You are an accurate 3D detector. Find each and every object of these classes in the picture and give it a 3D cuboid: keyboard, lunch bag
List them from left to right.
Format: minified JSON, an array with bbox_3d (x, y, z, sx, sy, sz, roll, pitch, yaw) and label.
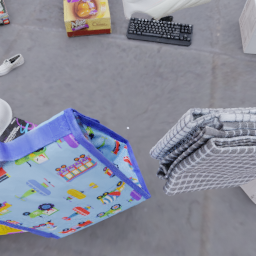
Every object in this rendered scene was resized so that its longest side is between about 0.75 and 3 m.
[{"bbox_3d":[-1.016,0.721,3.969,1.884,2.502,1.177,-27,64,9],"label":"lunch bag"},{"bbox_3d":[1.168,-3.618,10.043,2.298,0.295,1.380,9,59,5],"label":"keyboard"}]

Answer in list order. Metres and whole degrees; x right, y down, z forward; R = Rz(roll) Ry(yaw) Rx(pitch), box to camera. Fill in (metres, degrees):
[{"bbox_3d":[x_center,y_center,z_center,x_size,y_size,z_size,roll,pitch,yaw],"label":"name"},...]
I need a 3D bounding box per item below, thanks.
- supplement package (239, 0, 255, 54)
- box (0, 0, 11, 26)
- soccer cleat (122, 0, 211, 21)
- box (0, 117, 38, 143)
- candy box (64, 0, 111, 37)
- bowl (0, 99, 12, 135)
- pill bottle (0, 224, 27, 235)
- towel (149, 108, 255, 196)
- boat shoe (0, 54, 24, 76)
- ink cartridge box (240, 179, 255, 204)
[{"bbox_3d":[4.680,-3.566,9.383,1.343,1.333,1.770,5,59,3],"label":"supplement package"},{"bbox_3d":[-5.573,-4.657,10.536,1.721,0.501,2.514,-20,61,-12],"label":"box"},{"bbox_3d":[0.917,-2.933,6.470,2.223,0.862,0.770,-7,34,-17],"label":"soccer cleat"},{"bbox_3d":[-2.843,0.243,7.718,1.208,0.218,0.864,18,60,12],"label":"box"},{"bbox_3d":[-1.546,-4.604,10.357,1.588,0.768,2.722,-6,60,-4],"label":"candy box"},{"bbox_3d":[-4.182,-0.401,7.812,1.647,0.740,1.647,0,59,1],"label":"bowl"},{"bbox_3d":[-2.803,1.548,6.138,2.948,1.537,1.537,-6,59,-3],"label":"pill bottle"},{"bbox_3d":[1.567,0.392,4.399,2.059,1.705,0.881,-1,65,-20],"label":"towel"},{"bbox_3d":[-3.852,-2.061,9.055,1.008,0.331,0.363,-33,64,-18],"label":"boat shoe"},{"bbox_3d":[3.663,0.877,6.672,1.808,1.324,0.776,-28,63,-16],"label":"ink cartridge box"}]
